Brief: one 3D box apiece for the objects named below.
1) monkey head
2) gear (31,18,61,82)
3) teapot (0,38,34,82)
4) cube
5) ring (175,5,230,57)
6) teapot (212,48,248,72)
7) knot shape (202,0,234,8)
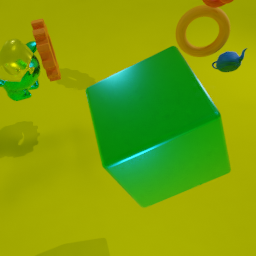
[{"bbox_3d":[-2.938,-1.418,7.117,1.362,1.141,1.893,14,50,11],"label":"monkey head"},{"bbox_3d":[-2.027,-1.929,7.009,0.275,1.484,1.484,-16,46,-7],"label":"gear"},{"bbox_3d":[-1.849,-1.103,4.683,0.567,0.720,1.158,26,24,-23],"label":"teapot"},{"bbox_3d":[0.388,0.026,3.635,1.298,1.298,1.298,-25,49,7],"label":"cube"},{"bbox_3d":[2.101,-2.701,7.912,1.507,1.507,0.301,5,43,5],"label":"ring"},{"bbox_3d":[2.934,-1.964,8.108,0.696,1.120,0.548,10,74,-42],"label":"teapot"},{"bbox_3d":[2.495,-3.359,6.569,1.248,0.616,1.333,-33,15,-17],"label":"knot shape"}]
